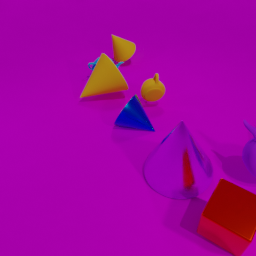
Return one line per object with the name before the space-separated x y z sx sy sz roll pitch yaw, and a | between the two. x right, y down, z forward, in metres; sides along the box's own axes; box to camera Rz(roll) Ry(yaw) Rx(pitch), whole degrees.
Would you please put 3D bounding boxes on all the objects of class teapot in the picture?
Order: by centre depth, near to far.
teapot | 2.925 0.553 6.093 1.013 1.630 0.798 -30 18 -9
teapot | 0.749 -1.203 8.801 0.770 1.239 0.607 1 53 -15
teapot | -0.855 -2.356 10.649 1.416 0.693 0.880 -6 57 -26

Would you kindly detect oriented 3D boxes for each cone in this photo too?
cone | 1.105 0.407 5.963 1.594 1.600 1.594 -3 46 3
cone | 0.347 -0.219 8.010 1.078 1.074 1.074 36 43 3
cone | -0.992 -1.426 9.193 1.449 1.443 1.443 -37 44 -4
cone | -0.389 -3.409 11.319 1.050 1.054 1.050 -15 56 24

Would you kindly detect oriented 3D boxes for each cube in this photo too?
cube | 1.829 1.595 5.008 0.849 0.849 0.849 26 57 25
